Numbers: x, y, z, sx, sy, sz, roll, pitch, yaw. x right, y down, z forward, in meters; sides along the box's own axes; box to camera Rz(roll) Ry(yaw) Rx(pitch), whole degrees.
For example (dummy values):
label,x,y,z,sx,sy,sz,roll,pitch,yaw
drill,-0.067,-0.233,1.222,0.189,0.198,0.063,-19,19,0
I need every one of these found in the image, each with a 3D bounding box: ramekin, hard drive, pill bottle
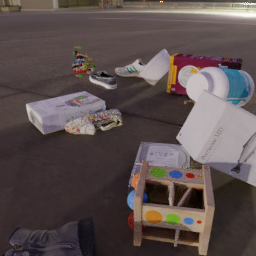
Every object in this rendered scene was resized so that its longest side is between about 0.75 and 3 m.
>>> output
label,x,y,z,sx,sy,sz,roll,pitch,yaw
ramekin,1.476,-2.920,13.740,0.924,1.760,1.760,46,37,-1
hard drive,0.911,1.098,7.540,1.502,0.407,2.150,5,29,10
pill bottle,3.372,-1.481,10.372,2.657,1.472,1.472,-4,25,-39

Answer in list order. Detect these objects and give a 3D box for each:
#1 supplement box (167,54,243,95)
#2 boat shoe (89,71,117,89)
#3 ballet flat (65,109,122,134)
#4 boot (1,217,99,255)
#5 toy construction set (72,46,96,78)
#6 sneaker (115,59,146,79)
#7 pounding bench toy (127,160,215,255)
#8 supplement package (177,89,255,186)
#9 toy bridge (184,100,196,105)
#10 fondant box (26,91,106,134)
label,x,y,z,sx,sy,sz,roll,pitch,yaw
supplement box,3.379,-2.317,12.470,2.991,1.651,1.281,11,23,19
boat shoe,-1.281,-2.550,14.065,0.724,0.684,2.017,-19,33,-31
ballet flat,-1.090,-0.154,9.619,2.075,0.785,0.663,-19,56,-24
boot,-1.278,2.537,4.544,1.667,0.883,2.532,-8,18,-8
toy construction set,-2.296,-3.452,15.446,1.296,1.407,1.687,1,46,-24
sneaker,0.330,-3.286,15.117,2.125,0.993,0.748,9,30,15
pounding bench toy,0.890,1.384,6.072,1.591,1.267,2.040,4,28,9
supplement package,2.688,0.331,6.715,2.463,1.440,1.445,23,15,-14
toy bridge,2.875,-1.100,11.946,0.915,0.125,0.308,4,27,8
fondant box,-2.268,-0.638,10.333,2.417,0.704,1.744,-18,28,-29
